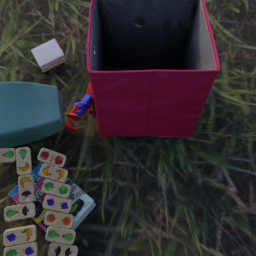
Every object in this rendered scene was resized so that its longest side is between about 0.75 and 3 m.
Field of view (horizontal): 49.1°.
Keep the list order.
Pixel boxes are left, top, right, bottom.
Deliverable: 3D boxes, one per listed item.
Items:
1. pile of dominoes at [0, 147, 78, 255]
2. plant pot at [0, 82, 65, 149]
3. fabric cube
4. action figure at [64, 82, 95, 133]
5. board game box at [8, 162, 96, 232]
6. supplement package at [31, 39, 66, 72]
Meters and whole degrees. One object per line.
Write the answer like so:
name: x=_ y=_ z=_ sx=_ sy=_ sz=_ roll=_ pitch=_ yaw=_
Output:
pile of dominoes: x=-2.377 y=1.807 z=6.385 sx=2.260 sy=0.462 sz=2.899 roll=-5 pitch=77 yaw=-19
plant pot: x=-2.908 y=-0.377 z=7.738 sx=2.161 sy=1.527 sz=1.528 roll=-8 pitch=78 yaw=-6
fabric cube: x=0.514 y=-1.611 z=7.617 sx=2.864 sy=2.854 sz=2.809 roll=0 pitch=60 yaw=0
action figure: x=-1.184 y=-0.763 z=8.287 sx=0.588 sy=0.744 sz=2.275 roll=17 pitch=40 yaw=1
board game box: x=-1.960 y=1.888 z=7.331 sx=1.807 sy=0.581 sz=1.333 roll=37 pitch=69 yaw=16
supplement package: x=-2.637 y=-2.413 z=9.334 sx=0.878 sy=0.487 sz=0.683 roll=-29 pitch=82 yaw=-10
